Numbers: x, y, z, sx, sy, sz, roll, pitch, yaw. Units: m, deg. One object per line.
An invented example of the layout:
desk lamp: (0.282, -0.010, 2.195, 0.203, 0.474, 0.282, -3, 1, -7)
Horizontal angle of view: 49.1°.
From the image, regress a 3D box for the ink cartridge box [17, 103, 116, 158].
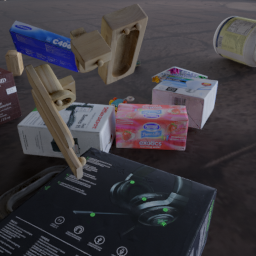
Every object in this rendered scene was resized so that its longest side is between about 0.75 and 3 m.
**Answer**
ink cartridge box: (-1.550, 0.022, 7.666, 2.218, 0.921, 1.626, 5, 31, 8)

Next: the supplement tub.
supplement tub: (5.931, -4.229, 13.793, 2.087, 2.087, 2.878, -16, 35, -26)

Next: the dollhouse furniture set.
dollhouse furniture set: (-0.347, -0.467, 4.254, 1.802, 1.714, 1.468, -28, 73, -19)

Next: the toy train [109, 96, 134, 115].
toy train: (-0.107, -0.546, 9.224, 1.073, 0.397, 1.429, -3, 34, -7)

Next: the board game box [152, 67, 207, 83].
board game box: (1.870, -1.801, 10.348, 1.494, 0.193, 1.494, 11, -9, -25)

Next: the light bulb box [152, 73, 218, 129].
light bulb box: (1.869, -0.945, 9.187, 1.692, 1.065, 1.707, 15, 33, 23)

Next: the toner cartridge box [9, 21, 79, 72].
toner cartridge box: (-2.202, -2.222, 7.720, 1.878, 0.892, 0.405, 19, 65, -1)

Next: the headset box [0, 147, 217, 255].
headset box: (-0.260, 1.730, 4.347, 2.520, 1.343, 2.895, 15, 33, 25)

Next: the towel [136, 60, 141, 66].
towel: (-0.365, -3.553, 14.453, 1.534, 0.243, 2.136, -8, 31, -15)

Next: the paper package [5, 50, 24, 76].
paper package: (-5.127, -2.950, 12.668, 0.542, 0.998, 1.047, -5, 30, -11)

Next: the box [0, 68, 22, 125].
box: (-4.359, -1.002, 8.834, 1.255, 1.529, 1.268, 24, 39, 35)

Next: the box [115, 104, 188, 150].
box: (0.640, -0.052, 7.761, 1.911, 0.981, 0.905, 3, 30, 4)

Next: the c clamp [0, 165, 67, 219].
c clamp: (-1.545, 1.404, 5.947, 1.894, 0.300, 2.217, 26, 39, 36)
